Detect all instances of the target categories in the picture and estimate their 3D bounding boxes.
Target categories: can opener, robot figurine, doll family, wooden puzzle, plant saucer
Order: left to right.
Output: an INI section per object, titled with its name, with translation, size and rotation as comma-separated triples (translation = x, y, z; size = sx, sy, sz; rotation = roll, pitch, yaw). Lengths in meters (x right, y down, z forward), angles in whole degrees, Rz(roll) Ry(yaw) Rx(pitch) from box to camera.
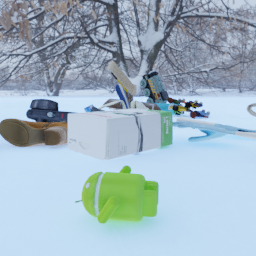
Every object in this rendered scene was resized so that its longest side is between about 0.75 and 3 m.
[can opener]
translation = -2.291, -0.415, 9.885
size = 2.597, 1.021, 0.823
rotation = 10, 0, 3
[robot figurine]
translation = -0.104, 0.708, 2.920
size = 0.834, 0.482, 0.732
rotation = 2, 23, 11
[wooden puzzle]
translation = -0.225, -1.794, 10.177
size = 0.250, 1.345, 1.245
rotation = -41, 17, 18
[plant saucer]
translation = 0.223, -1.116, 13.825
size = 2.979, 0.478, 2.979
rotation = 7, 5, -1
[doll family]
translation = 2.816, -0.955, 13.355
size = 2.324, 0.912, 1.344
rotation = 11, 8, 40

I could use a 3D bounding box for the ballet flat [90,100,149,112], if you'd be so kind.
[ballet flat]
translation = -0.012, -0.469, 9.552
size = 2.815, 1.028, 1.028
rotation = -3, 9, -24

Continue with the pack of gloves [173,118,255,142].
[pack of gloves]
translation = 2.468, 0.200, 7.313
size = 2.621, 0.517, 2.202
rotation = 11, 6, 19

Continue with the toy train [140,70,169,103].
[toy train]
translation = 1.677, -2.389, 17.529
size = 1.378, 2.418, 1.030
rotation = -25, -9, 42

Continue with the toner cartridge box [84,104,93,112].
[toner cartridge box]
translation = -1.528, -0.652, 11.775
size = 0.433, 0.197, 0.911
rotation = -29, 37, -6

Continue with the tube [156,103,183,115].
[tube]
translation = 1.822, -1.041, 14.918
size = 2.228, 0.561, 0.863
rotation = 7, 39, 37

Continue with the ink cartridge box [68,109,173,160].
[ink cartridge box]
translation = -0.159, 0.048, 6.295
size = 1.984, 0.837, 1.449
rotation = -8, 11, -44

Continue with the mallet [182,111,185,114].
[mallet]
translation = 2.108, -0.961, 15.313
size = 0.666, 0.416, 2.022
rotation = -6, 14, -40

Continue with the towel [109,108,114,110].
[towel]
translation = 0.109, -1.191, 16.584
size = 2.022, 0.326, 1.931
rotation = -2, 5, -30

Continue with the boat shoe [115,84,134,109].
[boat shoe]
translation = -0.048, -1.318, 12.333
size = 0.549, 1.518, 0.548
rotation = -6, -25, -30

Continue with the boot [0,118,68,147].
[boot]
translation = -2.154, 0.032, 7.031
size = 1.715, 0.658, 1.332
rotation = 2, 9, 10

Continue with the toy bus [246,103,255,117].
[toy bus]
translation = 3.595, 0.059, 5.655
size = 1.801, 0.986, 1.908
rotation = -29, 49, -21

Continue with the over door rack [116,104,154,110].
[over door rack]
translation = 0.232, -0.705, 12.519
size = 1.588, 0.529, 1.173
rotation = -15, 13, -26
